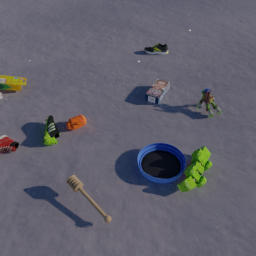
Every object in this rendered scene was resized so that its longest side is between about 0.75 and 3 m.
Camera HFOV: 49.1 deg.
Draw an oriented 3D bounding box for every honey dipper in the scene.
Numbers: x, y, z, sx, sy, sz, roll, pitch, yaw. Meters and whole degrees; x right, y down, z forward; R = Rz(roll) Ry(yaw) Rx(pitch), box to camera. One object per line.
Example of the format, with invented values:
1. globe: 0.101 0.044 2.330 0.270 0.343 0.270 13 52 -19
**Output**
1. honey dipper: -1.190 2.211 8.731 1.957 0.372 0.372 38 54 26

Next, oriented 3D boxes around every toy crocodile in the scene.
1. toy crocodile: 2.375 1.406 9.784 0.724 0.663 2.146 47 47 -10

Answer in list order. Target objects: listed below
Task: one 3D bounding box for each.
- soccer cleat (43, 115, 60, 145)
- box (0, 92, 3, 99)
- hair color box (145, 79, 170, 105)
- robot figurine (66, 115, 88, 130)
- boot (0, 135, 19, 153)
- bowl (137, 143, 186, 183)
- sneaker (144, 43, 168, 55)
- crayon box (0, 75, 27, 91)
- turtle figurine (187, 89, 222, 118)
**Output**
1. soccer cleat: -3.070 0.092 11.366 0.628 0.523 1.550 6 44 -15
2. box: -6.609 -1.930 13.660 0.334 0.358 1.728 -27 49 -27
3. hair color box: 1.421 -1.755 13.396 0.722 0.437 1.444 19 45 20
4. robot figurine: -2.116 -0.236 11.660 0.880 0.633 0.513 -26 75 -26
5. boot: -4.790 0.814 10.561 0.904 0.454 1.253 23 43 22
6. bowl: 1.198 1.258 10.123 1.746 0.343 1.746 0 42 0
7. sneaker: 1.695 -4.754 16.596 1.438 0.608 0.535 5 42 6
8. crayon box: -5.735 -2.201 13.713 1.433 0.364 0.910 3 32 -18
9. turtle figurine: 3.555 -1.016 12.564 0.908 1.262 1.223 -3 58 -37
